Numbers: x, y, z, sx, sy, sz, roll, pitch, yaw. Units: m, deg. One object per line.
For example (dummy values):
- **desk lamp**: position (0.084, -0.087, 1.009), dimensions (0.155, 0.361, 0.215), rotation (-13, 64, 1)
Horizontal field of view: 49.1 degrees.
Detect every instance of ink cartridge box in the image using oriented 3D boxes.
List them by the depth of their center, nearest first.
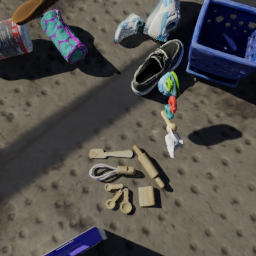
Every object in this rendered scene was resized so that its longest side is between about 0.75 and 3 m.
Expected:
- **ink cartridge box**: position (-1.617, 3.546, 8.129), dimensions (1.976, 1.995, 0.433), rotation (-27, 69, -9)

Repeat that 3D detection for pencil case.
- **pencil case**: position (-2.566, -3.671, 11.159), dimensions (0.965, 1.048, 2.267), rotation (-23, 70, -44)

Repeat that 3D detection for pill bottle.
- **pill bottle**: position (-5.066, -3.370, 10.886), dimensions (2.346, 1.359, 1.359), rotation (-15, 71, -5)

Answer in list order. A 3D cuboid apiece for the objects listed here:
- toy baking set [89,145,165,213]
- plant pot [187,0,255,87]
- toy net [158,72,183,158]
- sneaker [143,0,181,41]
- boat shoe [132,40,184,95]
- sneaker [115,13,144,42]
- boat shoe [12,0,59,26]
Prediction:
- **toy baking set**: position (-0.113, 1.605, 9.692), dimensions (2.137, 0.324, 2.785), rotation (-28, 73, -9)
- **plant pot**: position (3.500, -2.986, 10.347), dimensions (2.358, 2.120, 2.358), rotation (18, 72, 7)
- **toy net**: position (1.119, -0.263, 6.668), dimensions (0.402, 1.092, 2.082), rotation (-12, 104, -9)
- **sneaker**: position (1.707, -4.815, 11.647), dimensions (1.109, 1.051, 2.747), rotation (29, 80, 3)
- **boat shoe**: position (1.235, -2.479, 10.805), dimensions (1.014, 0.913, 2.868), rotation (36, 75, 12)
- **sneaker**: position (0.025, -4.088, 11.557), dimensions (0.612, 0.579, 1.514), rotation (36, 76, 12)
- **boat shoe**: position (-2.475, -3.222, 7.598), dimensions (1.413, 0.497, 0.497), rotation (-33, 70, 10)
